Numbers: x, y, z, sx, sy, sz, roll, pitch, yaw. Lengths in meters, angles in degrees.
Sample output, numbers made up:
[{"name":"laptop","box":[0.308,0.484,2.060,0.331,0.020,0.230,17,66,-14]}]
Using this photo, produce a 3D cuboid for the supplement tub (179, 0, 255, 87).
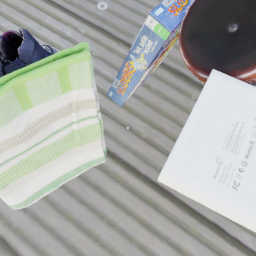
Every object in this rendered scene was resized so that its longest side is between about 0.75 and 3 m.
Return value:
[{"name":"supplement tub","box":[1.946,-1.012,4.368,1.439,2.690,1.439,-7,77,34]}]

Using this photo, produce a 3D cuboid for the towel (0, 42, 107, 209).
[{"name":"towel","box":[-1.146,0.214,3.867,1.889,2.532,0.389,-32,63,-19]}]

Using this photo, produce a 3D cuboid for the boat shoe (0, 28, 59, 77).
[{"name":"boat shoe","box":[-1.647,-1.221,4.863,1.018,1.265,2.727,-25,38,-3]}]

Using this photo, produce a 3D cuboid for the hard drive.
[{"name":"hard drive","box":[1.569,0.399,2.779,2.145,0.286,1.415,26,67,11]}]

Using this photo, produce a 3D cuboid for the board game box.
[{"name":"board game box","box":[0.521,-1.493,5.059,0.408,2.368,1.603,41,61,0]}]
